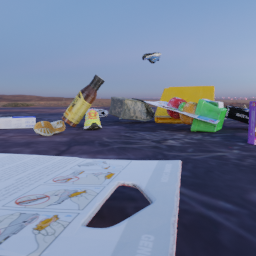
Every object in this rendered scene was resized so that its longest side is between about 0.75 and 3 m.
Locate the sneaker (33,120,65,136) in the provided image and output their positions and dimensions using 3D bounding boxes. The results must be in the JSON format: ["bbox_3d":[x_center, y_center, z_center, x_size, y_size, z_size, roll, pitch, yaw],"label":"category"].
[{"bbox_3d":[-1.965,0.040,6.792,0.422,0.364,0.963,-15,-5,28],"label":"sneaker"}]

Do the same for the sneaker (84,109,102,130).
[{"bbox_3d":[-1.066,-0.259,8.251,0.506,0.585,1.295,-1,6,-12],"label":"sneaker"}]

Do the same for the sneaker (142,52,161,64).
[{"bbox_3d":[0.942,-2.725,11.020,0.942,0.420,0.370,-17,28,-36],"label":"sneaker"}]

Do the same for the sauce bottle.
[{"bbox_3d":[-1.370,-0.863,8.730,0.579,1.754,0.579,36,4,-3],"label":"sauce bottle"}]

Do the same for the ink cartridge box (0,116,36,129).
[{"bbox_3d":[-3.638,-0.169,8.611,1.520,0.336,0.714,-2,7,-19],"label":"ink cartridge box"}]

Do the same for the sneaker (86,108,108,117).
[{"bbox_3d":[-1.667,-0.815,14.876,1.243,0.467,0.715,3,2,-3],"label":"sneaker"}]

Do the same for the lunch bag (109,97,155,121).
[{"bbox_3d":[0.179,-0.734,10.809,1.444,0.849,1.184,7,8,-30],"label":"lunch bag"}]

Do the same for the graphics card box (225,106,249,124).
[{"bbox_3d":[3.597,-0.305,8.166,1.430,0.364,0.897,22,17,28],"label":"graphics card box"}]

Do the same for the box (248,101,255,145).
[{"bbox_3d":[2.879,-0.102,5.306,1.186,0.811,0.232,-1,5,-10],"label":"box"}]

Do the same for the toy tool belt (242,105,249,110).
[{"bbox_3d":[4.738,-0.558,10.896,0.701,0.690,1.122,-1,5,-6],"label":"toy tool belt"}]

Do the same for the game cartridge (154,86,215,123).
[{"bbox_3d":[2.307,-0.973,11.078,2.137,0.393,2.424,1,34,18],"label":"game cartridge"}]

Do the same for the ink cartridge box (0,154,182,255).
[{"bbox_3d":[-0.575,0.476,1.313,1.595,0.400,1.838,2,5,12],"label":"ink cartridge box"}]

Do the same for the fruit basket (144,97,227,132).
[{"bbox_3d":[1.720,-0.557,7.991,2.024,0.949,1.875,25,15,24],"label":"fruit basket"}]
